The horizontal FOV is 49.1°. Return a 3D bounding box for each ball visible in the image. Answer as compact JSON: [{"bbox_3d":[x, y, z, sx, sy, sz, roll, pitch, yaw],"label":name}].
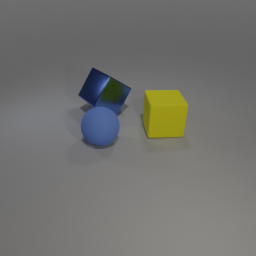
[{"bbox_3d":[-0.998,-0.066,10.111,1.400,1.400,1.400,0,31,0],"label":"ball"}]

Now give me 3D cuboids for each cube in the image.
[{"bbox_3d":[1.395,-0.573,10.923,1.400,1.400,1.400,-1,31,-6],"label":"cube"},{"bbox_3d":[-1.013,-1.550,12.109,1.400,1.400,1.400,22,9,-45],"label":"cube"}]
